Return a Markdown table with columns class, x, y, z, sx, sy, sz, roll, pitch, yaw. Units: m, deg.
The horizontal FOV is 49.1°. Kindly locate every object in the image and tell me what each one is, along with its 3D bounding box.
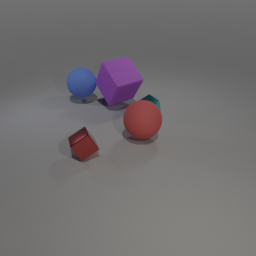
| class | x | y | z | sx | sy | sz | roll | pitch | yaw |
| --- | --- | --- | --- | --- | --- | --- | --- | --- | --- |
| cube | -0.419 | -2.089 | 12.500 | 1.400 | 1.400 | 1.400 | -21 | 69 | -30 |
| cube | 0.896 | -0.873 | 11.892 | 0.700 | 0.700 | 0.700 | -33 | 48 | -19 |
| ball | -2.179 | -2.134 | 13.208 | 1.400 | 1.400 | 1.400 | 0 | 28 | 0 |
| ball | 0.529 | -0.302 | 10.077 | 1.400 | 1.400 | 1.400 | 0 | 28 | 0 |
| cube | -1.473 | 0.516 | 9.251 | 0.700 | 0.700 | 0.700 | -34 | 29 | -2 |
